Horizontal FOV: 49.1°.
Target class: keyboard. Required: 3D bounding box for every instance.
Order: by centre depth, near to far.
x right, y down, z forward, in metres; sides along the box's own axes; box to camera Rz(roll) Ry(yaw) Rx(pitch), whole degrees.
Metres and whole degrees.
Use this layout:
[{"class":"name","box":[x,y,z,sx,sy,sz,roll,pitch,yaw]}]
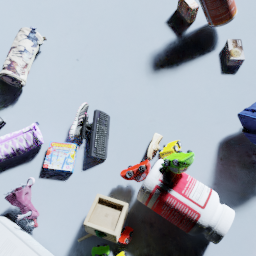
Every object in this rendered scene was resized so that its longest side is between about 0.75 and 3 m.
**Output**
[{"class":"keyboard","box":[-1.256,0.169,10.796,1.250,0.203,1.967,17,61,-29]}]

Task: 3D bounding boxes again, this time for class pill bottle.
[{"class":"pill bottle","box":[1.885,2.441,9.276,2.915,1.636,1.636,32,69,13]},{"class":"pill bottle","box":[3.802,-5.825,12.270,1.395,2.487,1.395,-21,45,22]}]

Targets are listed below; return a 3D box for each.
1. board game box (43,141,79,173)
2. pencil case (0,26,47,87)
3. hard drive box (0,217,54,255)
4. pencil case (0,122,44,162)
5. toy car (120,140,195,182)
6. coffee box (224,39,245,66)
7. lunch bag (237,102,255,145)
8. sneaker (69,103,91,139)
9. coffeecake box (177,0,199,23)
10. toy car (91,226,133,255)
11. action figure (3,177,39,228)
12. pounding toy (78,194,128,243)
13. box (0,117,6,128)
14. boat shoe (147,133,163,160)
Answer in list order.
[{"class":"board game box","box":[-2.525,1.095,10.626,1.098,0.307,1.075,6,66,3]},{"class":"pencil case","box":[-4.549,-3.052,12.123,1.248,1.085,2.789,5,65,13]},{"class":"hard drive box","box":[-3.667,4.371,8.629,2.636,1.012,2.055,33,74,15]},{"class":"pencil case","box":[-4.289,0.582,10.515,2.230,0.953,0.936,-25,67,-10]},{"class":"toy car","box":[1.323,1.181,9.396,2.741,2.579,0.611,-28,97,-25]},{"class":"coffee box","box":[4.799,-3.421,12.634,0.658,0.465,1.164,2,65,1]},{"class":"lunch bag","box":[5.046,-0.150,10.145,1.499,2.266,1.540,-32,102,-4]},{"class":"sneaker","box":[-1.751,-0.229,11.108,0.704,0.593,1.609,15,69,4]},{"class":"coffeecake box","box":[2.879,-5.824,13.525,0.415,0.873,1.137,-26,68,-11]},{"class":"toy car","box":[-0.486,4.008,9.158,1.403,0.333,1.491,-10,38,11]},{"class":"action figure","box":[-3.481,2.702,9.624,1.201,1.080,1.613,-40,103,-42]},{"class":"pounding toy","box":[-0.849,3.175,9.375,1.333,1.029,1.448,15,52,12]},{"class":"box","box":[-5.906,-0.244,11.242,1.440,0.342,1.391,41,73,16]},{"class":"boat shoe","box":[1.047,0.720,10.738,0.398,0.424,1.151,16,65,14]}]
